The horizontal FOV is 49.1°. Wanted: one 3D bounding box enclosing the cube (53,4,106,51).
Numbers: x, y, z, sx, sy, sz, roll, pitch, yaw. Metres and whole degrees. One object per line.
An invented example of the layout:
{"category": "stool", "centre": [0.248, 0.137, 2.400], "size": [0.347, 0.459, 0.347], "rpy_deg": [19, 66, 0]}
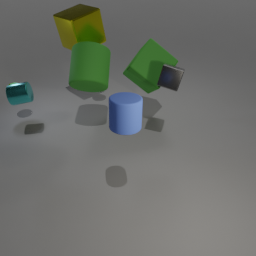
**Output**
{"category": "cube", "centre": [-1.955, -4.087, 11.501], "size": [1.400, 1.400, 1.400], "rpy_deg": [-36, 46, -26]}

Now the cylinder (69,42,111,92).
{"category": "cylinder", "centre": [-1.365, -2.148, 10.061], "size": [1.400, 1.400, 1.400], "rpy_deg": [3, -10, 1]}

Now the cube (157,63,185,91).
{"category": "cube", "centre": [1.433, -1.697, 9.327], "size": [0.700, 0.700, 0.700], "rpy_deg": [19, 20, 7]}

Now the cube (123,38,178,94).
{"category": "cube", "centre": [0.855, -2.403, 11.135], "size": [1.400, 1.400, 1.400], "rpy_deg": [37, -8, -10]}

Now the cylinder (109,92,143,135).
{"category": "cylinder", "centre": [-0.054, -0.314, 5.915], "size": [0.700, 0.700, 0.700], "rpy_deg": [1, 28, 0]}

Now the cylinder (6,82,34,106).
{"category": "cylinder", "centre": [-3.700, -1.176, 9.604], "size": [0.700, 0.700, 0.700], "rpy_deg": [-12, 33, -1]}

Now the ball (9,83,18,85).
{"category": "ball", "centre": [-4.580, -1.490, 11.379], "size": [0.700, 0.700, 0.700], "rpy_deg": [0, 33, 0]}
